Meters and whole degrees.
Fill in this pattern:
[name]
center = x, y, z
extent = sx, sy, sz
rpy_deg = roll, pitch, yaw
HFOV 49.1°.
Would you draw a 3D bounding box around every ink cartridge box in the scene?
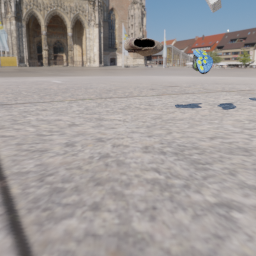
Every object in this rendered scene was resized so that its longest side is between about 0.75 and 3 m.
[ink cartridge box]
center = 3.067, -4.833, 10.325
extent = 0.383, 0.916, 0.661
rpy_deg = -27, -15, 17

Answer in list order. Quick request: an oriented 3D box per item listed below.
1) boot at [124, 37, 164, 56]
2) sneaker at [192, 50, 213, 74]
[boot]
center = 0.697, -2.935, 10.011
extent = 1.783, 0.626, 1.304
rpy_deg = -9, 11, -17
[sneaker]
center = 2.820, -2.441, 10.711
extent = 0.602, 0.704, 1.698
rpy_deg = 1, 33, 1
